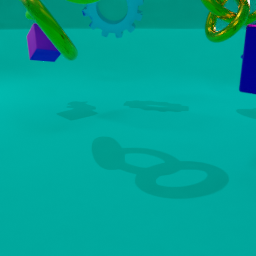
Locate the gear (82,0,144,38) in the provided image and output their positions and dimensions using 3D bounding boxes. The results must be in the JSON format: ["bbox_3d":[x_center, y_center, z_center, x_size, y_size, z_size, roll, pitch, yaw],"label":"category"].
[{"bbox_3d":[-0.468,-3.731,8.558,1.869,1.869,0.346,2,38,6],"label":"gear"}]

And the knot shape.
[{"bbox_3d":[2.764,-3.512,7.816,1.889,2.019,0.933,52,9,17],"label":"knot shape"}]

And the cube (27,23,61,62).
[{"bbox_3d":[-2.365,-2.397,7.958,0.756,0.756,0.756,-4,-10,-35],"label":"cube"}]

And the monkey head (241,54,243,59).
[{"bbox_3d":[3.140,-1.546,6.294,1.064,0.641,0.766,36,75,12],"label":"monkey head"}]

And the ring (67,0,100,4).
[{"bbox_3d":[-0.699,-2.818,4.429,1.601,1.601,0.320,-13,39,-30],"label":"ring"}]

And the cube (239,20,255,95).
[{"bbox_3d":[2.386,-1.093,4.208,1.018,1.018,1.018,16,35,34],"label":"cube"}]

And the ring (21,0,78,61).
[{"bbox_3d":[-1.534,-1.997,5.558,0.307,1.534,1.534,-38,26,0],"label":"ring"}]

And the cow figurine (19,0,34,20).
[{"bbox_3d":[-2.897,-3.935,8.549,1.193,1.213,0.666,38,43,-10],"label":"cow figurine"}]
